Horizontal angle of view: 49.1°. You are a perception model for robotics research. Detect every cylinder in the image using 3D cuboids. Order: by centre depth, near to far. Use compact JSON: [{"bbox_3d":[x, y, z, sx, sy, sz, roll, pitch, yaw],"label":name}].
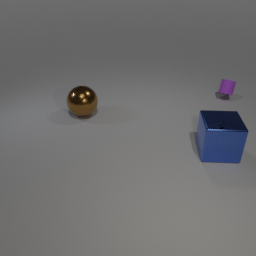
[{"bbox_3d":[5.036,-2.072,14.207,0.700,0.700,0.700,12,11,-2],"label":"cylinder"}]

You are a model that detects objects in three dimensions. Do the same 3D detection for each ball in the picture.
[{"bbox_3d":[-2.059,-1.212,12.644,1.400,1.400,1.400,0,32,0],"label":"ball"}]

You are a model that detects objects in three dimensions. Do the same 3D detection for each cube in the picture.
[{"bbox_3d":[3.330,0.294,10.181,1.400,1.400,1.400,2,32,3],"label":"cube"}]
